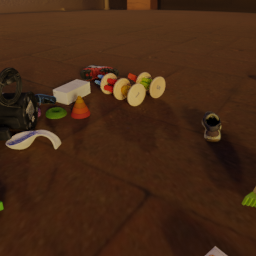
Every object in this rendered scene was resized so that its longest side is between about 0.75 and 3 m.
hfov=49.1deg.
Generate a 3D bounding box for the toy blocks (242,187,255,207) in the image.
[{"bbox_3d":[3.925,1.628,6.343,2.173,1.086,1.485,-20,46,-30],"label":"toy blocks"}]

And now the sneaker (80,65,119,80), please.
[{"bbox_3d":[-1.472,-2.983,14.858,2.021,0.714,0.987,-2,31,-1],"label":"sneaker"}]

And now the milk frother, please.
[{"bbox_3d":[-4.448,-0.896,9.253,2.227,2.368,2.137,0,24,0],"label":"milk frother"}]

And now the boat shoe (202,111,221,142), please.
[{"bbox_3d":[2.986,-0.212,9.883,0.685,0.630,1.918,6,29,11],"label":"boat shoe"}]

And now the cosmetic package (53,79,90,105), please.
[{"bbox_3d":[-2.486,-1.637,12.554,0.809,0.568,1.595,16,33,27],"label":"cosmetic package"}]

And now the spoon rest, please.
[{"bbox_3d":[-3.007,0.342,8.802,1.784,0.541,0.887,0,29,16],"label":"spoon rest"}]

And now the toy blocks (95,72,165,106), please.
[{"bbox_3d":[-0.020,-2.052,12.880,2.277,0.992,2.732,-23,36,-35],"label":"toy blocks"}]

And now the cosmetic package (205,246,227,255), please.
[{"bbox_3d":[1.929,2.817,4.531,0.746,0.458,1.808,-21,35,-35],"label":"cosmetic package"}]

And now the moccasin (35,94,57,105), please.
[{"bbox_3d":[-3.584,-1.208,11.922,1.035,0.416,0.353,0,47,0],"label":"moccasin"}]

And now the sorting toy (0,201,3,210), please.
[{"bbox_3d":[-3.999,1.781,6.598,2.358,0.321,1.328,14,28,24],"label":"sorting toy"}]

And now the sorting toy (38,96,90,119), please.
[{"bbox_3d":[-2.675,-0.868,10.914,2.363,0.814,0.819,0,29,-2],"label":"sorting toy"}]
